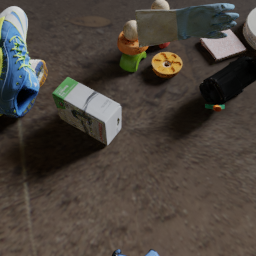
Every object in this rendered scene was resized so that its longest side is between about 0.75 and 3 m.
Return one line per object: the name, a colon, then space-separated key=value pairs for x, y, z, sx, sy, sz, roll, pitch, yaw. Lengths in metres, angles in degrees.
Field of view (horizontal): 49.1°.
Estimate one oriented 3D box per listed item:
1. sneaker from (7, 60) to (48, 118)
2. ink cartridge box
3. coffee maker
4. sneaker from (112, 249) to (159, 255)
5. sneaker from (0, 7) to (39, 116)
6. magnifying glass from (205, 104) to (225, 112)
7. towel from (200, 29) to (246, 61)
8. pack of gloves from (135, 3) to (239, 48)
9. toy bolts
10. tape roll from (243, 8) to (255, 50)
sneaker: x=-3.536 y=-1.307 z=9.060 sx=1.080 sy=0.922 sz=2.450 roll=10 pitch=49 yaw=7
ink cartridge box: x=-1.162 y=-0.471 z=8.230 sx=1.845 sy=1.346 sz=0.775 roll=28 pitch=63 yaw=16
coffee maker: x=3.220 y=-1.546 z=8.800 sx=1.568 sy=1.506 sz=1.056 roll=-35 pitch=78 yaw=-17
sneaker: x=-0.331 y=3.401 z=6.198 sx=2.497 sy=0.981 sz=1.113 roll=-12 pitch=52 yaw=-17
sneaker: x=-2.242 y=-1.283 z=5.788 sx=1.228 sy=0.885 sz=2.338 roll=16 pitch=89 yaw=13
magnifying glass: x=2.643 y=-0.630 z=8.420 sx=0.589 sy=1.479 sz=0.166 roll=4 pitch=101 yaw=12
towel: x=3.563 y=-3.115 z=10.521 sx=1.317 sy=0.212 sz=1.258 roll=-19 pitch=61 yaw=-11
pack of gloves: x=1.602 y=-3.615 z=7.625 sx=2.913 sy=0.575 sz=2.447 roll=-4 pitch=101 yaw=6
toy bolts: x=1.008 y=-3.175 z=9.689 sx=2.305 sy=1.673 sz=2.413 roll=21 pitch=61 yaw=12
tape roll: x=5.836 y=-3.717 z=10.720 sx=2.726 sy=0.498 sz=2.726 roll=0 pitch=58 yaw=0
